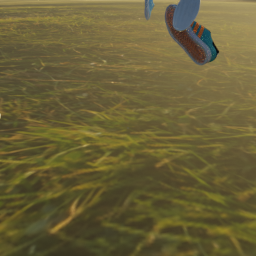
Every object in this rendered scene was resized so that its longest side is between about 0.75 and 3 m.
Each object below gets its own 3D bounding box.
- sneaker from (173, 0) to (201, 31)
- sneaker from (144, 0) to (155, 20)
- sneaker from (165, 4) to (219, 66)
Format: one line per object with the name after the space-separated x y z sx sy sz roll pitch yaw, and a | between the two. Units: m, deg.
0.951 -1.902 4.365 0.350 0.950 0.549 21 4 6 | sneaker
0.783 -4.218 9.814 0.346 0.843 0.312 -14 40 -16 | sneaker
1.566 -2.308 6.870 0.688 0.614 1.721 -26 80 -37 | sneaker
